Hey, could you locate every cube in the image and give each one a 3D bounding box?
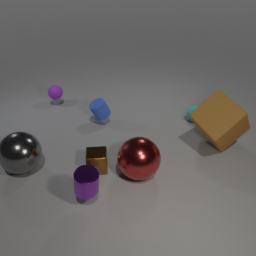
[{"bbox_3d":[3.305,-0.239,10.073,1.400,1.400,1.400,-42,57,7],"label":"cube"},{"bbox_3d":[-1.052,1.103,9.466,0.700,0.700,0.700,-3,32,-4],"label":"cube"}]

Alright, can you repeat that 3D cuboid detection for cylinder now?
[{"bbox_3d":[-1.180,-0.791,11.841,0.700,0.700,0.700,-18,40,15],"label":"cylinder"},{"bbox_3d":[-1.158,1.506,7.817,0.700,0.700,0.700,4,41,-3],"label":"cylinder"}]

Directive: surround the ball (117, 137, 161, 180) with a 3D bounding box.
[{"bbox_3d":[0.354,0.974,9.003,1.400,1.400,1.400,0,32,0],"label":"ball"}]

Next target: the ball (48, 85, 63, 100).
[{"bbox_3d":[-3.467,-1.708,13.371,0.700,0.700,0.700,0,32,0],"label":"ball"}]

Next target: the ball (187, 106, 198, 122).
[{"bbox_3d":[2.914,-0.618,12.241,0.700,0.700,0.700,0,32,0],"label":"ball"}]

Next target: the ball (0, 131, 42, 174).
[{"bbox_3d":[-3.565,0.814,9.245,1.400,1.400,1.400,0,32,0],"label":"ball"}]
